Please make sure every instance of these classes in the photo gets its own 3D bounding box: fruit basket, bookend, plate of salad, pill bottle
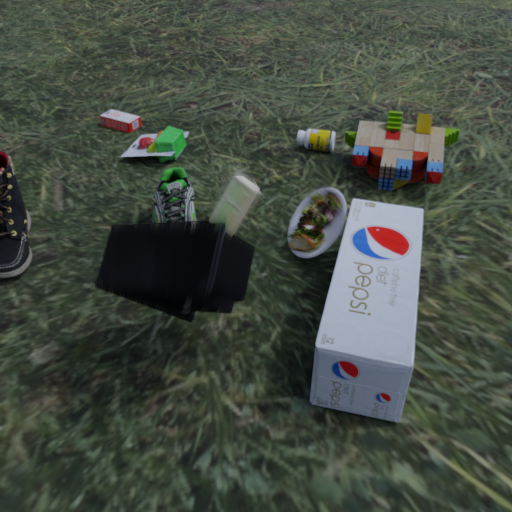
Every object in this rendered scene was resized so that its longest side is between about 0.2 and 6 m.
[{"bbox_3d":[-2.741,-3.001,15.343,1.522,0.714,1.410,-4,35,21],"label":"fruit basket"},{"bbox_3d":[-0.826,0.339,8.500,2.160,2.174,1.001,0,71,35],"label":"bookend"},{"bbox_3d":[1.186,-0.720,11.577,0.382,1.592,1.592,27,22,-36],"label":"plate of salad"},{"bbox_3d":[1.660,-3.224,15.564,1.015,0.565,0.565,9,39,12],"label":"pill bottle"}]

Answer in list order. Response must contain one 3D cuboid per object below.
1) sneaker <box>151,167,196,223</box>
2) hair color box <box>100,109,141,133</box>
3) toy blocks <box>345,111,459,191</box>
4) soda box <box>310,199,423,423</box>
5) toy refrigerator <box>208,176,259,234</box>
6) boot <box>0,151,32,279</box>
[{"bbox_3d":[-1.817,-0.842,11.923,1.161,1.268,2.976,-7,39,-8],"label":"sneaker"},{"bbox_3d":[-4.060,-4.043,16.791,1.112,0.341,0.565,19,42,22],"label":"hair color box"},{"bbox_3d":[3.558,-2.469,14.157,2.880,1.439,1.969,8,50,13],"label":"toy blocks"},{"bbox_3d":[2.053,0.698,9.861,1.454,1.359,4.270,10,39,12],"label":"soda box"},{"bbox_3d":[-0.518,-0.998,11.766,0.495,1.305,0.457,38,18,18],"label":"toy refrigerator"},{"bbox_3d":[-5.222,-0.879,11.482,0.900,1.851,2.459,-7,38,-9],"label":"boot"}]
